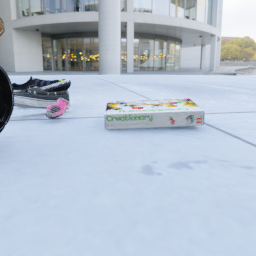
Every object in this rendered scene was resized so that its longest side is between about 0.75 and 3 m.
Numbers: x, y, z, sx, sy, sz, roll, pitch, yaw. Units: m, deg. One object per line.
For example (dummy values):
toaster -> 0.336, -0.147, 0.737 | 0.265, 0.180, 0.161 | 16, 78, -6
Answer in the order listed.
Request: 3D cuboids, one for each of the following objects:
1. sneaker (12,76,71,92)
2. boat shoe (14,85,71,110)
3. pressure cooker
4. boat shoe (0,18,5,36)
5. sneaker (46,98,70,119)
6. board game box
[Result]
sneaker -> -3.730, -1.835, 11.937 | 2.697, 1.117, 0.967 | -24, -11, -34
boat shoe -> -3.212, -1.084, 9.818 | 0.903, 0.745, 2.631 | -2, -3, 44
pressure cooker -> -3.750, -0.730, 6.095 | 2.052, 2.085, 2.334 | 12, 1, -40
boat shoe -> -3.892, -2.492, 6.383 | 0.976, 1.000, 2.643 | -10, 7, 27
sneaker -> -2.305, -0.503, 9.052 | 0.499, 0.602, 1.262 | 33, 26, -2
board game box -> 0.692, -0.466, 8.384 | 2.738, 0.474, 1.728 | -3, 18, -2
